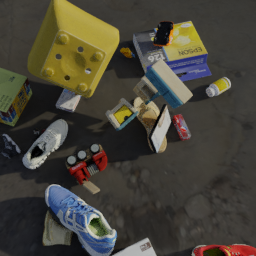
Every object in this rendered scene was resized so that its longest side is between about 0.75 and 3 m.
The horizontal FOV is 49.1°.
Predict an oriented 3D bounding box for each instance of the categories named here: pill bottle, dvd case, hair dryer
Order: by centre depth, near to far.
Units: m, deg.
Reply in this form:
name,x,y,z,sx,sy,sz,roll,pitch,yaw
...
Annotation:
name,x,y,z,sx,sy,sz,roll,pitch,yaw
dvd case,1.163,0.031,10.069,0.132,1.077,1.509,14,61,27
hair dryer,-3.297,0.341,10.731,0.782,0.212,0.595,7,79,8
pill bottle,3.719,-1.673,11.586,0.949,0.534,0.534,-30,66,-15

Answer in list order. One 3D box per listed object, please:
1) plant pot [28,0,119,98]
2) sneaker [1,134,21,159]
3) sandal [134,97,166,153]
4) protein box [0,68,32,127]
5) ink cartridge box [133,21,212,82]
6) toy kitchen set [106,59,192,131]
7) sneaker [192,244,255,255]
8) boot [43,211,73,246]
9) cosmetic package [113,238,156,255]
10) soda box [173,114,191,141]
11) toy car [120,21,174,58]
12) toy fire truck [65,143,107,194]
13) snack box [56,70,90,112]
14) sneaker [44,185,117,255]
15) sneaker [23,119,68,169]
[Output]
name,x,y,z,sx,sy,sz,roll,pitch,yaw
plant pot,-1.860,-2.539,9.647,2.687,2.670,2.749,22,22,-22
sneaker,-4.493,0.686,10.385,1.016,0.383,0.578,42,67,17
sandal,0.906,-0.380,10.695,0.955,0.857,2.606,-13,62,-7
protein box,-4.983,-1.276,10.886,1.741,1.175,1.728,18,63,1
ink cartridge box,1.942,-3.337,12.443,2.834,0.674,2.868,-13,61,-8
toy kitchen set,0.520,-0.719,9.272,2.010,2.509,1.478,-42,91,-13
sneaker,2.975,3.874,8.384,2.038,0.865,0.785,-2,62,-1
boot,-2.212,3.155,9.027,0.920,0.431,1.184,0,61,-1
cosmetic package,0.256,4.044,7.939,1.221,1.481,1.222,-24,64,-12
soda box,2.064,-0.029,10.816,0.347,0.314,0.991,-14,62,-9
toy car,0.903,-3.819,12.265,2.398,0.798,1.176,-6,73,24
toy fire truck,-1.259,1.475,9.716,1.386,1.013,1.575,-27,76,-15
snack box,-2.246,-1.620,11.713,0.738,0.250,2.052,16,63,9
sneaker,-1.433,2.696,8.727,2.862,1.103,1.084,39,39,13
sneaker,-2.921,0.525,10.132,0.812,0.875,2.160,35,67,-2
